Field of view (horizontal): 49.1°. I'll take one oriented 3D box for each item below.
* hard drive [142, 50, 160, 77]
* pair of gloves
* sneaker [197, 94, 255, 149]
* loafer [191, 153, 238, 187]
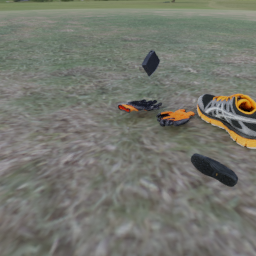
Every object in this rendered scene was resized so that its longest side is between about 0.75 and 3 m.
[{"bbox_3d":[0.858,-2.361,10.174,0.194,0.618,0.916,-6,43,42],"label":"hard drive"},{"bbox_3d":[0.791,-0.423,7.494,1.756,0.217,1.564,22,23,31],"label":"pair of gloves"},{"bbox_3d":[2.645,-0.444,7.026,0.976,0.963,2.494,-10,29,-20],"label":"sneaker"},{"bbox_3d":[1.476,0.697,4.808,0.849,0.288,0.298,31,28,15],"label":"loafer"}]
